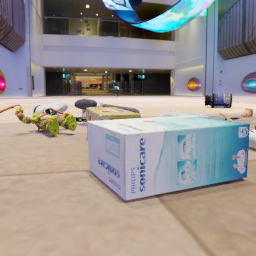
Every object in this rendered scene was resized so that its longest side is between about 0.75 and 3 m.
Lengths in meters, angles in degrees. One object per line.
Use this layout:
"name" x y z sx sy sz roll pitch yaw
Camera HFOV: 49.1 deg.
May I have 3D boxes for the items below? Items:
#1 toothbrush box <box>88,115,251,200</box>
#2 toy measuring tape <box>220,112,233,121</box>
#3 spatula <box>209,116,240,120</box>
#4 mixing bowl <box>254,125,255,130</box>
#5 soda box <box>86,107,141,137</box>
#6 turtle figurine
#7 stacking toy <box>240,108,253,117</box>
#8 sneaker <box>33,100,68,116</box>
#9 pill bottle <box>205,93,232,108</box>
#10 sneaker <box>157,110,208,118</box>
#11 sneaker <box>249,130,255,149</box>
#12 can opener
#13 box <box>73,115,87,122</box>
"toothbrush box" 0.629 0.356 4.893 2.309 0.985 1.690 -5 9 -24
"toy measuring tape" 3.713 -0.229 10.590 0.361 0.361 0.980 -5 37 -32
"spatula" 4.598 -0.492 13.623 1.656 0.170 0.468 7 11 41
"mixing bowl" 4.918 -0.208 8.794 1.863 1.009 1.863 -1 8 0
"soda box" -0.499 -0.009 7.479 0.906 0.958 2.830 -2 8 -14
"turtle figurine" -2.857 -0.234 9.540 2.565 0.826 2.068 4 8 -44
"stacking toy" 6.195 -0.738 14.757 0.813 0.446 0.472 -19 22 -34
"sneaker" -3.935 -0.927 14.923 0.887 0.842 2.205 14 22 32
"pill bottle" 6.902 -2.095 21.452 1.982 1.108 1.108 2 8 14
"sneaker" 1.974 -0.185 9.664 2.043 0.766 0.885 -1 14 -6
"sneaker" 3.178 0.328 7.277 0.501 0.475 1.243 -8 1 12
"can opener" -0.970 -0.646 11.153 2.963 0.790 0.991 11 -6 39
"box" -2.320 -0.450 13.094 1.352 0.235 0.744 0 8 1
